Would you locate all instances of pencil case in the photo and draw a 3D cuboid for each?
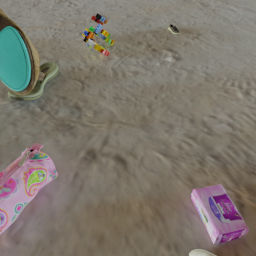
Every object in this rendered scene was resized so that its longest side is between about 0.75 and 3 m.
[{"bbox_3d":[-2.302,1.257,5.256,0.963,0.963,2.204,20,45,22],"label":"pencil case"}]

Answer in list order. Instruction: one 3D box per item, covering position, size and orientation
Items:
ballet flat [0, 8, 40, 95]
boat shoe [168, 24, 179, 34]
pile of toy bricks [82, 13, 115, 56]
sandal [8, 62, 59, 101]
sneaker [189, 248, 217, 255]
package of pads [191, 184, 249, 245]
[{"bbox_3d":[-2.221,-1.576,5.137,2.509,0.851,0.907,48,12,14],"label":"ballet flat"},{"bbox_3d":[2.049,-4.436,12.536,0.278,0.256,0.778,-15,42,-17],"label":"boat shoe"},{"bbox_3d":[-0.997,-3.626,11.133,1.120,1.258,2.268,27,17,-29],"label":"pile of toy bricks"},{"bbox_3d":[-3.006,-1.599,8.829,0.959,0.689,2.414,7,41,9],"label":"sandal"},{"bbox_3d":[1.363,2.283,4.530,0.824,0.290,0.385,20,39,18],"label":"sneaker"},{"bbox_3d":[1.695,1.582,5.276,0.642,0.403,1.065,-9,41,-11],"label":"package of pads"}]
